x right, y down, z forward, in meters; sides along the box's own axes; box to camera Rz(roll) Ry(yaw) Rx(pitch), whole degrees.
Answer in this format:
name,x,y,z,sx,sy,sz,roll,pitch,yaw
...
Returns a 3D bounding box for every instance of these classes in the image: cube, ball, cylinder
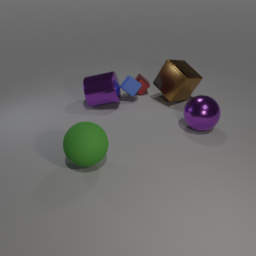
name,x,y,z,sx,sy,sz,roll,pitch,yaw
cube,0.631,-2.234,14.346,0.700,0.700,0.700,36,22,-19
cube,2.328,-2.240,13.208,1.400,1.400,1.400,-10,53,-43
cube,0.122,-2.014,13.434,0.700,0.700,0.700,35,3,-19
ball,2.862,-0.573,10.867,1.400,1.400,1.400,0,29,0
cylinder,-1.158,-1.758,12.750,1.400,1.400,1.400,-10,28,9
ball,-1.308,0.498,8.706,1.400,1.400,1.400,0,29,0
